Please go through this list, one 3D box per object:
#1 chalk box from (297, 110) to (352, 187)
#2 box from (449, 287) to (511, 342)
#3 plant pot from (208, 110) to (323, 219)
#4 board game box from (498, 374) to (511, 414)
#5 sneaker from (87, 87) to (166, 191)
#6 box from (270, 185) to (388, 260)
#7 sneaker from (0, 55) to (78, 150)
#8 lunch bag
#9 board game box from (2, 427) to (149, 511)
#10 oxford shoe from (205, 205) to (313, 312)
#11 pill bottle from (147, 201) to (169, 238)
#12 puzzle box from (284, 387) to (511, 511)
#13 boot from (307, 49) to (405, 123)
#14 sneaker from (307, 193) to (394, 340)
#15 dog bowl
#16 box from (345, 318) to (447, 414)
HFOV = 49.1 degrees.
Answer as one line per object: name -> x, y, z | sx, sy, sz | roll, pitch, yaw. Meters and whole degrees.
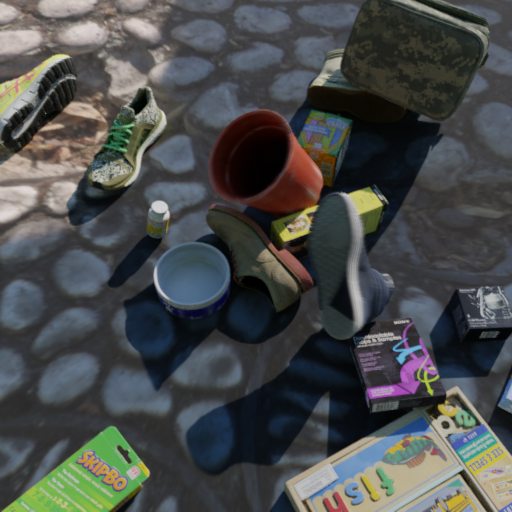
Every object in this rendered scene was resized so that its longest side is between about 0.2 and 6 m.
chalk box -> 1.511, -2.527, 12.521 | 0.992, 0.997, 1.603 | 17, 56, 11
box -> 4.134, 1.072, 10.286 | 0.884, 0.548, 0.869 | -2, 53, -2
plant pot -> 0.322, -1.589, 10.873 | 1.820, 1.770, 1.820 | -11, 69, 30
board game box -> 5.551, 2.010, 9.674 | 1.883, 0.456, 2.490 | 28, 60, 17
sneaker -> -2.984, -2.704, 12.458 | 1.112, 1.281, 2.891 | 14, 56, 10
box -> 1.458, -0.615, 11.271 | 2.337, 0.879, 0.586 | -21, 59, -13
sneaker -> -5.496, -3.899, 13.394 | 1.345, 1.164, 2.978 | 22, 58, 18
lunch bag -> 3.683, -4.773, 12.799 | 3.019, 2.103, 2.532 | 27, 37, 13
board game box -> -2.820, 3.749, 8.553 | 2.276, 0.341, 1.087 | -38, 64, -20
oxford shoe -> -0.188, -0.011, 10.818 | 1.003, 0.945, 2.682 | -42, 63, -17
pill bottle -> -1.972, -0.737, 11.271 | 0.423, 0.750, 0.423 | 7, 52, -9
puzzle box -> 2.403, 3.712, 8.501 | 3.374, 0.429, 2.245 | -24, 59, -16
boot -> 2.631, -4.272, 13.853 | 2.374, 0.856, 1.836 | 16, 54, 11
sneaker -> 1.701, 0.090, 9.781 | 0.911, 2.397, 1.732 | 0, 7, 35
dog bowl -> -1.204, 0.470, 10.683 | 1.433, 0.565, 1.433 | 0, 55, 0
box -> 2.331, 1.823, 9.625 | 1.264, 0.319, 1.769 | -6, 38, -5
